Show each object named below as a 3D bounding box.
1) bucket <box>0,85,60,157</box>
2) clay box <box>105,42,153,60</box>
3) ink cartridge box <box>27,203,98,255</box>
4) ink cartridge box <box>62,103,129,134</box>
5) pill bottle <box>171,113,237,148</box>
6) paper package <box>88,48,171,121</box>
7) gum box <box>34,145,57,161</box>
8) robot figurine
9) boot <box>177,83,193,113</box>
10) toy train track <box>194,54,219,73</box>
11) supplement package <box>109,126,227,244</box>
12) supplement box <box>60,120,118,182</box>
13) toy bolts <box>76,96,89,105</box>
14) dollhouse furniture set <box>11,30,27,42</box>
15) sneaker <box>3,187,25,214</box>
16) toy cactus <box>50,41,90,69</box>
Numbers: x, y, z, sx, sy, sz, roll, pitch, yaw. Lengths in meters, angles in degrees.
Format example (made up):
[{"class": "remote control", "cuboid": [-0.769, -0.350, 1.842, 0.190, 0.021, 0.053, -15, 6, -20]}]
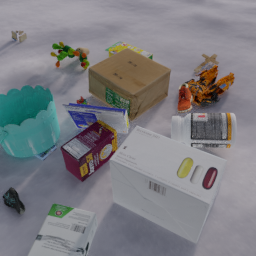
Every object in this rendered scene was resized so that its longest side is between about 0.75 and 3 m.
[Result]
[{"class": "bucket", "cuboid": [-3.840, -0.260, 10.483, 2.601, 1.692, 2.601, -4, 38, 3]}, {"class": "clay box", "cuboid": [0.016, -3.907, 15.165, 2.328, 0.554, 1.338, 30, 52, 27]}, {"class": "ink cartridge box", "cuboid": [-1.789, 3.215, 7.737, 1.386, 0.785, 1.890, 11, 45, 11]}, {"class": "ink cartridge box", "cuboid": [-1.102, -0.455, 10.524, 2.171, 2.197, 0.516, 7, 67, 7]}, {"class": "pill bottle", "cuboid": [2.793, 0.081, 10.463, 2.264, 1.317, 1.317, 1, 44, 14]}, {"class": "paper package", "cuboid": [0.049, -2.073, 12.640, 2.871, 1.485, 2.737, 34, 54, 29]}, {"class": "gum box", "cuboid": [-3.276, 0.786, 10.646, 0.842, 0.188, 0.716, 25, 50, 23]}, {"class": "robot figurine", "cuboid": [3.666, -1.989, 13.058, 2.629, 0.765, 1.906, -33, 53, -29]}, {"class": "boot", "cuboid": [2.209, -1.186, 11.182, 0.591, 0.845, 1.576, -9, 29, 21]}, {"class": "toy train track", "cuboid": [4.120, -3.390, 14.878, 1.804, 0.294, 1.035, -38, 63, -25]}, {"class": "supplement package", "cuboid": [1.107, 1.628, 8.316, 2.859, 2.226, 1.585, 21, 48, 21]}, {"class": "supplement box", "cuboid": [-1.308, 0.768, 9.933, 0.958, 1.215, 1.856, 32, 54, 28]}, {"class": "toy bolts", "cuboid": [-1.934, -0.901, 12.293, 0.785, 0.570, 0.821, -37, 54, 20]}, {"class": "dollhouse furniture set", "cuboid": [-6.605, -5.682, 16.838, 0.800, 0.755, 0.522, 28, 50, 11]}, {"class": "sneaker", "cuboid": [-3.642, 2.393, 8.925, 0.447, 0.426, 1.129, -36, 47, -16]}, {"class": "toy cactus", "cuboid": [-2.808, -3.838, 14.911, 2.490, 1.273, 2.055, 22, 30, 24]}]
